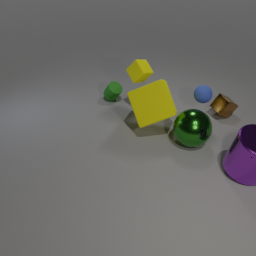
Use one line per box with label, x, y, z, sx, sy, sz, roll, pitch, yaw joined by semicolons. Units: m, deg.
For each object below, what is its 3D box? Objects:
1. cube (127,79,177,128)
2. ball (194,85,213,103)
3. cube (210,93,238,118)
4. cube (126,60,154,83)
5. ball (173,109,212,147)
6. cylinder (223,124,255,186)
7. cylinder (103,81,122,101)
cube;0.970;-0.948;10.756;1.400;1.400;1.400;-20;2;14
ball;2.885;-1.297;10.755;0.700;0.700;0.700;0;33;0
cube;4.102;-0.948;11.979;0.700;0.700;0.700;14;31;-38
cube;0.495;-2.378;11.735;0.700;0.700;0.700;-16;72;-48
ball;2.344;0.003;10.189;1.400;1.400;1.400;0;33;0
cylinder;3.874;0.837;8.711;1.400;1.400;1.400;5;45;-5
cylinder;-0.713;-1.726;13.197;0.700;0.700;0.700;13;59;-23
